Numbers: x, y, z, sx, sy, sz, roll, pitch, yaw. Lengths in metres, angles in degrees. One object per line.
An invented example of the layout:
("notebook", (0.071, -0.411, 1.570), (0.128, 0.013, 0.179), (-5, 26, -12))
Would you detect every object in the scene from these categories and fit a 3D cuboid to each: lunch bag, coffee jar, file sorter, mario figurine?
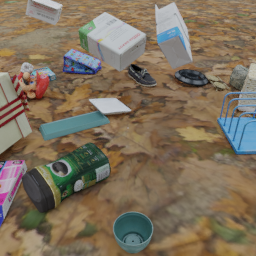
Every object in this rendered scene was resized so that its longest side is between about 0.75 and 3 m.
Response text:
("lunch bag", (-2.452, -3.637, 15.737), (2.006, 0.944, 1.510), (12, 32, 1))
("coffee jar", (-1.710, 1.357, 7.906), (2.305, 0.984, 1.202), (-24, 49, -33))
("lunch bag", (5.628, -2.478, 13.740), (0.821, 0.989, 1.179), (-8, 34, -12))
("file sorter", (4.380, -0.249, 10.055), (1.509, 1.334, 2.174), (-1, 33, -2))
("mario figurine", (-4.991, -2.012, 12.369), (2.930, 1.809, 1.553), (-10, 2, -5))

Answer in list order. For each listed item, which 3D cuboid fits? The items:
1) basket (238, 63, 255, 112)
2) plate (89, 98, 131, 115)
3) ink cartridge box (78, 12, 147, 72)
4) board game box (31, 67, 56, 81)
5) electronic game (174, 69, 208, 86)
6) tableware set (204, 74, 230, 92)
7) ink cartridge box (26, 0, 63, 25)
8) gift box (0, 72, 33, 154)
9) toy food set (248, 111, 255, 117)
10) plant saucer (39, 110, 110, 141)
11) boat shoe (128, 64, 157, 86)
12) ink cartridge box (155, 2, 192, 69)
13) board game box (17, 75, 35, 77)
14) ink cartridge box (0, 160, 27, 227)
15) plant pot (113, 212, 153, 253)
("basket", (5.892, -1.631, 11.896), (2.000, 1.609, 1.982), (13, 35, 20))
("plate", (-0.782, -0.894, 11.843), (1.383, 0.224, 1.380), (-7, 32, -34))
("ink cartridge box", (-0.685, -3.910, 12.630), (2.504, 1.095, 1.819), (34, 60, 21))
("board game box", (-4.534, -2.823, 14.894), (0.983, 0.305, 1.301), (-19, 38, -26))
("electronic game", (3.280, -2.611, 14.502), (1.760, 0.366, 1.760), (6, 34, -4))
("tableware set", (4.391, -2.243, 14.041), (0.888, 0.269, 1.343), (5, 36, -18))
("ink cartridge box", (-2.962, -4.180, 9.919), (1.034, 0.610, 1.797), (15, 24, -15))
("gift box", (-4.873, -0.602, 9.082), (2.568, 2.783, 2.599), (11, 35, 25))
("toy food set", (5.281, -0.549, 11.299), (0.824, 0.269, 0.485), (11, 11, 5))
("plant saucer", (-2.069, -0.169, 10.936), (2.640, 0.250, 0.923), (-15, 37, -24))
("boat shoe", (0.696, -2.737, 14.434), (0.763, 0.659, 2.100), (-21, 39, -28))
("ink cartridge box", (1.646, -3.521, 10.233), (0.785, 1.364, 2.355), (-18, 52, 25))
("board game box", (-4.834, -2.237, 13.846), (1.498, 0.242, 0.899), (3, 49, 5))
("ink cartridge box", (-3.728, 1.795, 7.783), (1.114, 0.436, 2.353), (-2, 35, 2))
("plant pot", (0.118, 2.508, 6.517), (0.907, 0.608, 0.907), (-1, 33, 0))
